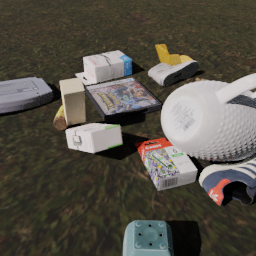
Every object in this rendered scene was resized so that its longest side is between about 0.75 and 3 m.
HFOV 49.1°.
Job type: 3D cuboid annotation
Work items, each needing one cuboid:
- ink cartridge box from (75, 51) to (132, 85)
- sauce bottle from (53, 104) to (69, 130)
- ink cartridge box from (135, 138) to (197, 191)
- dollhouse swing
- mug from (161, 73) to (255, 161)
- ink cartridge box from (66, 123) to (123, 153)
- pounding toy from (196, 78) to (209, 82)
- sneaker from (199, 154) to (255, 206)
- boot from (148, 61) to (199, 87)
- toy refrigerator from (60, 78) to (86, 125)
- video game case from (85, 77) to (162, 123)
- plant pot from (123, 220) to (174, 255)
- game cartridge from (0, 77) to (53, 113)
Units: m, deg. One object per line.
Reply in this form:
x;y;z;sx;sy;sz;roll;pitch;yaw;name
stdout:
-1.139;-2.801;12.877;2.342;0.794;1.358;-19;40;-24;ink cartridge box
-2.201;-0.595;10.030;0.558;0.558;1.690;2;37;2;sauce bottle
1.008;0.809;8.097;1.104;0.510;2.027;-10;38;-14;ink cartridge box
2.375;-3.511;13.518;1.367;1.413;1.554;-27;39;-1;dollhouse swing
2.152;-0.349;6.442;2.280;2.601;1.920;6;55;-43;mug
-1.010;0.260;8.222;1.040;0.601;1.430;-15;12;-38;ink cartridge box
3.169;-1.601;11.654;0.650;0.652;1.137;20;41;-20;pounding toy
3.127;1.357;7.113;2.468;0.925;1.043;-14;42;-7;sneaker
2.042;-2.669;12.617;2.344;0.862;1.120;-24;48;-28;boot
-1.614;-0.762;8.284;0.599;1.578;0.552;-13;61;-14;toy refrigerator
-0.252;-1.199;11.062;2.245;0.317;2.484;-14;38;-20;video game case
0.408;2.383;5.453;1.056;1.076;1.053;1;36;2;plant pot
-4.460;-1.281;10.848;2.785;0.564;1.857;-15;35;-29;game cartridge
